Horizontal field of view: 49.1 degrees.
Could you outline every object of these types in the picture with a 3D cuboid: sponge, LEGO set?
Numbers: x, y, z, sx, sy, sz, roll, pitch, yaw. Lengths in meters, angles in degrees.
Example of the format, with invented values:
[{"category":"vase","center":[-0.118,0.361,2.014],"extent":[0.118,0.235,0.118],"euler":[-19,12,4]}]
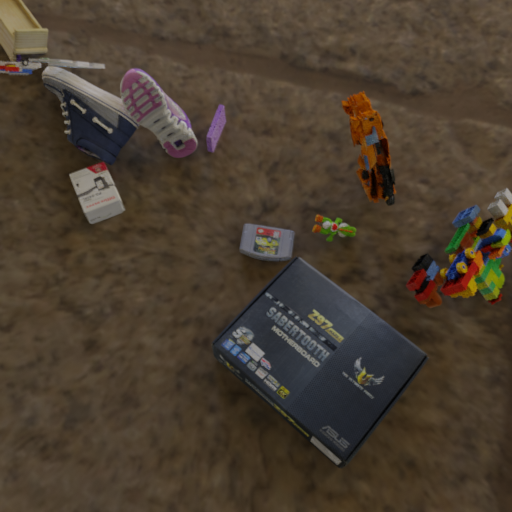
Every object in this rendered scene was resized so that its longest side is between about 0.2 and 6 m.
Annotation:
[{"category":"sponge","center":[-0.845,-2.698,11.872],"extent":[0.137,0.511,0.916],"euler":[15,64,7]},{"category":"LEGO set","center":[-4.791,-4.044,12.220],"extent":[2.373,1.773,0.582],"euler":[7,107,14]}]

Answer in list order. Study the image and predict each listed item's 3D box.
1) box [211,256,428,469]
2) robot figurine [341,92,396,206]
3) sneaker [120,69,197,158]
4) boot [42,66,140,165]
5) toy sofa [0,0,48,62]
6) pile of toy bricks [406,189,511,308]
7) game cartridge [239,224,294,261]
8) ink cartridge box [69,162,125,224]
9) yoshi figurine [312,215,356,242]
[{"category":"box","center":[1.040,1.690,9.446],"extent":[2.879,0.734,2.270],"euler":[39,68,18]},{"category":"robot figurine","center":[2.168,-1.939,10.625],"extent":[0.608,2.089,1.514],"euler":[-16,36,6]},{"category":"sneaker","center":[-1.964,-2.969,11.375],"extent":[0.828,2.060,0.911],"euler":[-23,44,19]},{"category":"boot","center":[-3.762,-2.982,11.796],"extent":[2.799,1.018,1.264],"euler":[29,85,26]},{"category":"toy sofa","center":[-5.691,-5.438,13.251],"extent":[0.779,0.918,1.882],"euler":[-20,61,-38]},{"category":"pile of toy bricks","center":[4.004,0.196,10.069],"extent":[1.388,1.560,2.813],"euler":[51,53,-7]},{"category":"game cartridge","center":[0.206,-0.236,10.746],"extent":[1.001,0.205,0.667],"euler":[8,68,1]},{"category":"ink cartridge box","center":[-3.167,-1.256,11.158],"extent":[0.752,0.431,1.035],"euler":[-23,65,-12]},{"category":"yoshi figurine","center":[1.509,-0.525,10.803],"extent":[0.807,0.453,0.452],"euler":[14,40,-1]}]
